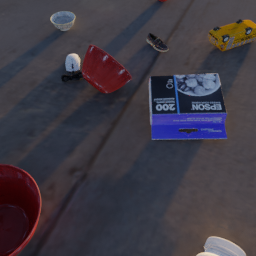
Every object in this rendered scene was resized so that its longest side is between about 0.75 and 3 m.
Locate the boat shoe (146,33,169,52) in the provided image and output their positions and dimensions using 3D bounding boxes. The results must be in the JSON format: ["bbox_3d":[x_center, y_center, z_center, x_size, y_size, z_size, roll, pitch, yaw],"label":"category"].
[{"bbox_3d":[1.181,-3.453,11.281,0.407,0.367,1.132,-33,59,-23],"label":"boat shoe"}]

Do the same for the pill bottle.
[{"bbox_3d":[1.699,3.230,5.663,1.043,1.043,1.800,25,57,18],"label":"pill bottle"}]

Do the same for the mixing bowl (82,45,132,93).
[{"bbox_3d":[-0.864,-1.808,9.354,1.797,1.797,0.973,35,86,24],"label":"mixing bowl"}]

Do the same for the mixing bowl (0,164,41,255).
[{"bbox_3d":[-3.040,2.115,6.373,2.328,1.261,2.328,1,54,-2],"label":"mixing bowl"}]

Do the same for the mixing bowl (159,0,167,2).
[{"bbox_3d":[1.688,-6.421,13.520,0.852,0.462,0.852,-1,52,1],"label":"mixing bowl"}]

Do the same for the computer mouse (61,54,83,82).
[{"bbox_3d":[-2.078,-2.339,10.437,0.839,0.336,1.530,-8,53,-5],"label":"computer mouse"}]

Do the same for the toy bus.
[{"bbox_3d":[4.201,-3.697,11.174,2.108,0.825,0.686,-21,57,-16],"label":"toy bus"}]

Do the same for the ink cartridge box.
[{"bbox_3d":[1.852,-0.727,8.903,2.320,0.508,2.342,-1,57,3],"label":"ink cartridge box"}]

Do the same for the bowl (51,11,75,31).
[{"bbox_3d":[-2.754,-4.517,12.030,1.042,0.489,1.042,0,51,0],"label":"bowl"}]
